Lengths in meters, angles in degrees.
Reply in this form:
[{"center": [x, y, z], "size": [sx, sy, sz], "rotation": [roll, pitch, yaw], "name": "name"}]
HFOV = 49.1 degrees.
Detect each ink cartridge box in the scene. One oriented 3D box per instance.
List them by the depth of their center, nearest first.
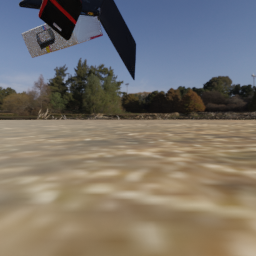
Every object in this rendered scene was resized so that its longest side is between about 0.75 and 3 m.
[{"center": [-2.405, -3.493, 10.410], "size": [2.369, 1.014, 1.748], "rotation": [-6, 22, 33], "name": "ink cartridge box"}]

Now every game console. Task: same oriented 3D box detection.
[{"center": [-1.032, -1.845, 4.375], "size": [0.122, 0.695, 0.786], "rotation": [23, -1, 23], "name": "game console"}]

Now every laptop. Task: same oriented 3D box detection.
[{"center": [-1.097, -2.846, 7.867], "size": [2.869, 1.663, 2.686], "rotation": [6, 37, -2], "name": "laptop"}]
